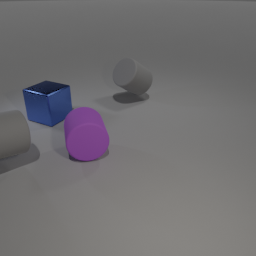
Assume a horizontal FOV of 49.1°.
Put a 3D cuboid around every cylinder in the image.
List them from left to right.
[{"bbox_3d":[-3.909,0.239,8.502,1.400,1.400,1.400,-15,31,-40],"label":"cylinder"},{"bbox_3d":[-1.439,0.176,9.522,1.400,1.400,1.400,-7,28,-12],"label":"cylinder"},{"bbox_3d":[0.231,-2.426,13.324,1.400,1.400,1.400,26,4,39],"label":"cylinder"}]

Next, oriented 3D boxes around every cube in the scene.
[{"bbox_3d":[-3.389,-1.083,11.972,1.400,1.400,1.400,15,31,26],"label":"cube"}]
